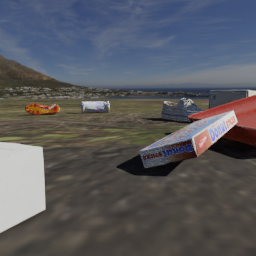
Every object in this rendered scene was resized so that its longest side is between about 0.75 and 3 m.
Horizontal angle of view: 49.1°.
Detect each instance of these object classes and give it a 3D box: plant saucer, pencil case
[{"bbox_3d":[3.263,-0.287,5.907,2.971,0.546,2.976,-17,12,-14],"label":"plant saucer"},{"bbox_3d":[-1.608,-1.036,13.826,1.433,0.596,0.650,-2,-1,-12],"label":"pencil case"}]

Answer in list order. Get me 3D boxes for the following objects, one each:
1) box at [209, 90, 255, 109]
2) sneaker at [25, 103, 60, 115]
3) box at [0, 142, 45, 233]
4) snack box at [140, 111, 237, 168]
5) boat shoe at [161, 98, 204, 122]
[{"bbox_3d":[3.990,-0.868,10.485,1.330,1.089,2.801,4,8,31],"label":"box"},{"bbox_3d":[-3.913,-0.795,12.817,1.527,0.557,0.589,3,-14,-21],"label":"sneaker"},{"bbox_3d":[-1.264,0.470,1.989,0.716,0.561,1.151,3,8,28],"label":"box"},{"bbox_3d":[1.075,0.102,4.433,0.803,0.271,2.232,-17,2,35],"label":"snack box"},{"bbox_3d":[2.034,-0.668,10.061,0.817,0.805,2.305,-4,8,-29],"label":"boat shoe"}]
